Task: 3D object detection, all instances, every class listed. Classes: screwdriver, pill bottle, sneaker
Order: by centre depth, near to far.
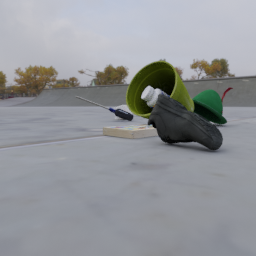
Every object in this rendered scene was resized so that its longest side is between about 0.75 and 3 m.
[{"bbox_3d":[0.923,0.019,4.800,0.625,0.748,1.647,25,11,-35],"label":"sneaker"},{"bbox_3d":[0.861,-0.727,7.641,0.962,0.539,0.539,30,-5,-20],"label":"pill bottle"},{"bbox_3d":[-0.916,-0.859,11.048,2.444,0.356,0.341,26,-13,3],"label":"screwdriver"}]

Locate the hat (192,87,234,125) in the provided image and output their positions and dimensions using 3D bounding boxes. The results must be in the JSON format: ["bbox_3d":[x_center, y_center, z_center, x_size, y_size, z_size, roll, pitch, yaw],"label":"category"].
[{"bbox_3d":[2.877,-1.165,9.216,1.534,1.630,1.852,33,-3,-5],"label":"hat"}]

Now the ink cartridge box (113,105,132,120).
[{"bbox_3d":[-0.240,-0.672,11.905,0.514,0.527,0.820,-14,-3,27],"label":"ink cartridge box"}]

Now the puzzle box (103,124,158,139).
[{"bbox_3d":[0.275,0.058,6.460,0.971,0.186,1.460,6,8,44],"label":"puzzle box"}]

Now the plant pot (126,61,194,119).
[{"bbox_3d":[1.046,-0.768,7.858,1.614,1.614,1.554,5,-18,43],"label":"plant pot"}]
